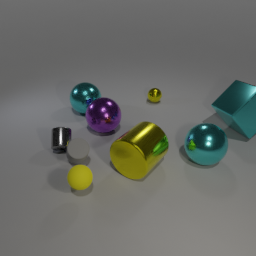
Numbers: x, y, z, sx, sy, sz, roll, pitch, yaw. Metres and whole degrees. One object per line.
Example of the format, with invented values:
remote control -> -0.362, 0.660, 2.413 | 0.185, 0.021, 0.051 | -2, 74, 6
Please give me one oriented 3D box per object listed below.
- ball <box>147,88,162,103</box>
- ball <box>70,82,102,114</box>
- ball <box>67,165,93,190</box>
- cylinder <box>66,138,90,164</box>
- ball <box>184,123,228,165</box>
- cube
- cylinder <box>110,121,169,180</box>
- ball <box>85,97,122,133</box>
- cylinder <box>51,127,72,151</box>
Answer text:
ball -> 1.282, -1.573, 13.433 | 0.700, 0.700, 0.700 | 0, 31, 0
ball -> -1.867, -1.311, 12.361 | 1.400, 1.400, 1.400 | 0, 31, 0
ball -> -1.334, 1.373, 7.789 | 0.700, 0.700, 0.700 | 0, 31, 0
cylinder -> -1.631, 0.756, 9.079 | 0.700, 0.700, 0.700 | 5, 68, -12
ball -> 2.564, 0.529, 9.224 | 1.400, 1.400, 1.400 | 0, 31, 0
cube -> 4.346, -0.736, 10.597 | 1.400, 1.400, 1.400 | -46, 27, 4
cylinder -> 0.370, 0.689, 8.919 | 1.400, 1.400, 1.400 | 19, 36, 29
ball -> -0.953, -0.498, 10.935 | 1.400, 1.400, 1.400 | 0, 31, 0
cylinder -> -2.345, 0.390, 9.870 | 0.700, 0.700, 0.700 | -2, 73, -4
